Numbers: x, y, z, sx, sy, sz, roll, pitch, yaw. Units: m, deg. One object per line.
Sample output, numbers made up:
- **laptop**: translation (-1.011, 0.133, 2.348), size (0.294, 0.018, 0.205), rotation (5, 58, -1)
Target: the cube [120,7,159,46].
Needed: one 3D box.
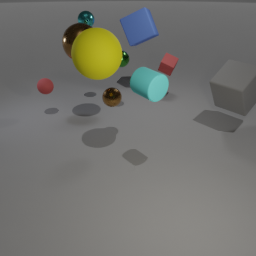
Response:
- **cube**: translation (0.612, -5.118, 14.287), size (1.400, 1.400, 1.400), rotation (-19, 12, 19)

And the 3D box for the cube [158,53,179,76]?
- **cube**: translation (2.020, -3.191, 14.064), size (0.700, 0.700, 0.700), rotation (27, 64, 5)

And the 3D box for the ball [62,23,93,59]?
- **ball**: translation (-1.738, -3.173, 10.436), size (1.400, 1.400, 1.400), rotation (0, 28, 0)

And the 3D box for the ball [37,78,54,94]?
- **ball**: translation (-3.586, -1.811, 12.155), size (0.700, 0.700, 0.700), rotation (0, 28, 0)

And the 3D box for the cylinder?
- **cylinder**: translation (0.525, -1.091, 6.978), size (0.700, 0.700, 0.700), rotation (-21, 38, -34)

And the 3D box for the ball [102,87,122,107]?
- **ball**: translation (-0.571, -1.099, 10.018), size (0.700, 0.700, 0.700), rotation (0, 28, 0)

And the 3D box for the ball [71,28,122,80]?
- **ball**: translation (-0.861, -2.047, 7.777), size (1.400, 1.400, 1.400), rotation (0, 28, 0)

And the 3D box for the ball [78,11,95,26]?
- **ball**: translation (-1.748, -4.516, 11.681), size (0.700, 0.700, 0.700), rotation (0, 28, 0)

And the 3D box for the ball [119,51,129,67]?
- **ball**: translation (-0.287, -2.950, 11.962), size (0.700, 0.700, 0.700), rotation (0, 28, 0)

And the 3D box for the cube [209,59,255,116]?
- **cube**: translation (4.245, -1.584, 10.894), size (1.400, 1.400, 1.400), rotation (-47, 46, -16)
